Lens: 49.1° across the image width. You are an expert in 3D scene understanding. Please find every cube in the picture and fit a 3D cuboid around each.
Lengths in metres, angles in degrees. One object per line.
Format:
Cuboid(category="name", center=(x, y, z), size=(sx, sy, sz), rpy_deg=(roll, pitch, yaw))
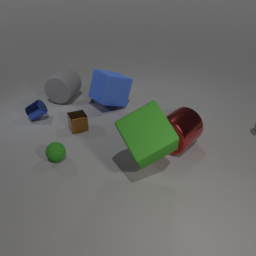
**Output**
Cuboid(category="cube", center=(0.604, 0.253, 8.642), size=(1.400, 1.400, 1.400), rpy_deg=(-29, 72, -1))
Cuboid(category="cube", center=(-0.853, -1.918, 13.399), size=(1.400, 1.400, 1.400), rpy_deg=(0, 22, -39))
Cuboid(category="cube", center=(-2.108, -0.265, 11.772), size=(0.700, 0.700, 0.700), rpy_deg=(-13, 33, -21))

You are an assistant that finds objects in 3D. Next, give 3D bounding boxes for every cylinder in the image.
Cuboid(category="cylinder", center=(-4.063, -0.801, 12.434), size=(0.700, 0.700, 0.700), rpy_deg=(-30, 30, 11))
Cuboid(category="cylinder", center=(-3.246, -2.127, 14.096), size=(1.400, 1.400, 1.400), rpy_deg=(8, 31, 13))
Cuboid(category="cylinder", center=(1.873, 0.090, 10.479), size=(1.400, 1.400, 1.400), rpy_deg=(23, 38, 33))

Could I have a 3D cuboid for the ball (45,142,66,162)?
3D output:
Cuboid(category="ball", center=(-2.561, 0.840, 9.919), size=(0.700, 0.700, 0.700), rpy_deg=(0, 31, 0))
